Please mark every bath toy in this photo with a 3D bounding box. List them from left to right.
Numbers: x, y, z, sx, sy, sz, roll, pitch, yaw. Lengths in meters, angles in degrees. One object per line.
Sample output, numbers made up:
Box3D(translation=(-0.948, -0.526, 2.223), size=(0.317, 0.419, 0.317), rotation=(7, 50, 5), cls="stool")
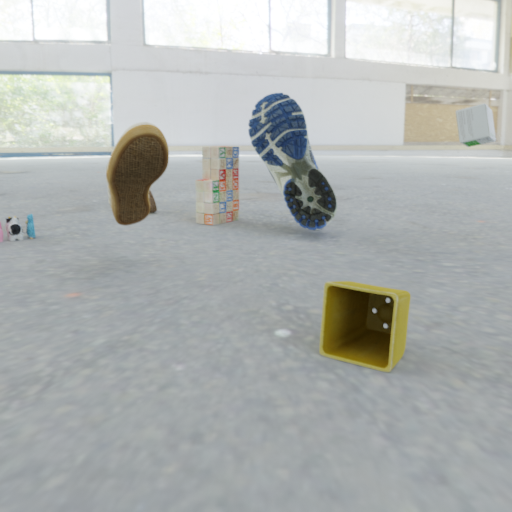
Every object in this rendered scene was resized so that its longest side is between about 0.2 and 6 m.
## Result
Box3D(translation=(-5.580, -0.588, 12.109), size=(1.483, 0.548, 0.645), rotation=(-10, 16, -33), cls="bath toy")

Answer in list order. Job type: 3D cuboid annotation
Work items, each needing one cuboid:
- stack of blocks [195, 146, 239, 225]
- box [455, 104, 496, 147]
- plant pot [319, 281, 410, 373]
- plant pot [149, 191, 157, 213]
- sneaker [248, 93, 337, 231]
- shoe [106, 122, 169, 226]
Box3D(translation=(-0.986, -1.818, 14.326), size=(0.564, 1.927, 1.110), rotation=(9, 15, 34), cls="stack of blocks")
Box3D(translation=(3.999, -2.360, 10.185), size=(0.533, 0.623, 0.620), rotation=(-9, -4, 32), cls="box")
Box3D(translation=(1.264, 0.692, 6.108), size=(0.824, 0.818, 0.842), rotation=(9, 9, 33), cls="plant pot")
Box3D(translation=(-3.287, -1.520, 15.924), size=(0.697, 0.799, 0.799), rotation=(-23, 20, -18), cls="plant pot")
Box3D(translation=(0.819, -2.078, 13.012), size=(1.346, 3.494, 1.488), rotation=(-20, -14, 6), cls="sneaker")
Box3D(translation=(-2.034, -1.388, 9.072), size=(0.928, 0.709, 2.655), rotation=(-11, -20, -24), cls="shoe")
